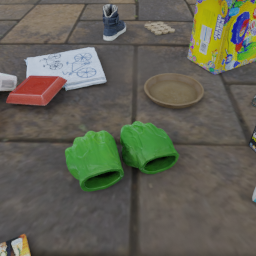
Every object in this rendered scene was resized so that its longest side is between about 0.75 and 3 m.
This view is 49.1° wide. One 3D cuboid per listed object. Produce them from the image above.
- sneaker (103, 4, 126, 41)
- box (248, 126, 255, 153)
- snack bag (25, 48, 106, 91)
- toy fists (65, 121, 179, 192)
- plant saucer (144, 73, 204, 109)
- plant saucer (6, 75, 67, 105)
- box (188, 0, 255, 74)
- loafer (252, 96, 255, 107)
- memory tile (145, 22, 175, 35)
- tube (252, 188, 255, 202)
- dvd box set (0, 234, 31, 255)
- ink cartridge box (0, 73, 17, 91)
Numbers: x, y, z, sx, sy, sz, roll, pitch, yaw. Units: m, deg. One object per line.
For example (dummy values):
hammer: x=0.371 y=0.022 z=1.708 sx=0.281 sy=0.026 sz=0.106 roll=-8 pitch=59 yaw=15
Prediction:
sneaker: x=-0.621 y=-5.253 z=13.454 sx=0.779 sy=1.481 sz=2.049 roll=10 pitch=40 yaw=15
box: x=3.589 y=0.450 z=7.153 sx=0.228 sy=0.824 sz=1.028 roll=-14 pitch=43 yaw=-14
snack bag: x=-2.477 y=-2.235 z=10.749 sx=2.940 sy=0.315 sz=2.772 roll=-12 pitch=41 yaw=-9
toy fists: x=-0.159 y=0.610 z=6.927 sx=2.708 sy=0.931 sz=1.381 roll=-13 pitch=49 yaw=-17
plant saucer: x=1.557 y=-1.273 z=9.616 sx=2.024 sy=0.298 sz=2.024 roll=1 pitch=40 yaw=0
plant saucer: x=-2.992 y=-1.310 z=9.165 sx=1.518 sy=0.279 sz=1.521 roll=5 pitch=41 yaw=19
box: x=4.020 y=-3.931 z=10.854 sx=2.642 sy=2.743 sz=1.673 roll=-21 pitch=44 yaw=-23
loafer: x=4.532 y=-1.093 z=9.337 sx=1.183 sy=0.372 sz=0.425 roll=-30 pitch=48 yaw=-31
memory tile: x=1.590 y=-5.082 z=14.280 sx=1.114 sy=0.122 sz=1.453 roll=-17 pitch=43 yaw=-19
tube: x=3.653 y=1.720 z=5.998 sx=1.788 sy=0.451 sz=0.692 roll=22 pitch=52 yaw=17
dvd box set: x=-2.160 y=2.526 z=5.215 sx=0.691 sy=0.139 sz=0.944 roll=-18 pitch=43 yaw=-19
ink cartridge box: x=-5.317 y=-1.681 z=9.263 sx=2.421 sy=0.606 sz=1.948 roll=15 pitch=13 yaw=16
